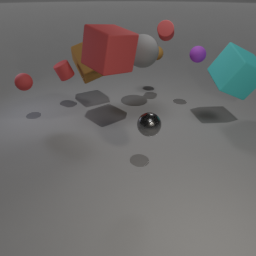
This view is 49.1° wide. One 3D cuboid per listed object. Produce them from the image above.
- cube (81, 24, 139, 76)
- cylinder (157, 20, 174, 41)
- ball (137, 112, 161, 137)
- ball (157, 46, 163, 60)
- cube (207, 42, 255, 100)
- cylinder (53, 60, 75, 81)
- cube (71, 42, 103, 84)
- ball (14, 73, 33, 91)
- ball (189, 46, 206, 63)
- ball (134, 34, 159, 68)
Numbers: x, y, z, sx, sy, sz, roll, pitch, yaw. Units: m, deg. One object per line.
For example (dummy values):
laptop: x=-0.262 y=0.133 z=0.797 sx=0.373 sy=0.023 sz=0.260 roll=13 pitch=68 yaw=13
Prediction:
cube: x=-0.671 y=-2.821 z=10.007 sx=1.400 sy=1.400 sz=1.400 roll=-18 pitch=40 yaw=-41
cylinder: x=1.616 y=-4.142 z=11.935 sx=0.700 sy=0.700 sz=0.700 roll=5 pitch=4 yaw=10
ball: x=0.609 y=-0.103 z=8.047 sx=0.700 sy=0.700 sz=0.700 roll=0 pitch=28 yaw=0
ball: x=1.441 y=-3.798 z=14.200 sx=0.700 sy=0.700 sz=0.700 roll=0 pitch=28 yaw=0
cube: x=4.262 y=-2.197 z=10.954 sx=1.400 sy=1.400 sz=1.400 roll=15 pitch=42 yaw=-27
cylinder: x=-2.842 y=-2.558 z=12.453 sx=0.700 sy=0.700 sz=0.700 roll=-20 pitch=32 yaw=13
cube: x=-1.661 y=-3.102 z=12.864 sx=1.400 sy=1.400 sz=1.400 roll=-26 pitch=-4 yaw=-11
ball: x=-4.192 y=-1.851 z=11.259 sx=0.700 sy=0.700 sz=0.700 roll=0 pitch=28 yaw=0
ball: x=2.993 y=-3.156 z=12.003 sx=0.700 sy=0.700 sz=0.700 roll=0 pitch=28 yaw=0
ball: x=0.628 y=-3.305 z=12.060 sx=1.400 sy=1.400 sz=1.400 roll=0 pitch=28 yaw=0
